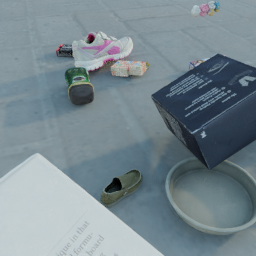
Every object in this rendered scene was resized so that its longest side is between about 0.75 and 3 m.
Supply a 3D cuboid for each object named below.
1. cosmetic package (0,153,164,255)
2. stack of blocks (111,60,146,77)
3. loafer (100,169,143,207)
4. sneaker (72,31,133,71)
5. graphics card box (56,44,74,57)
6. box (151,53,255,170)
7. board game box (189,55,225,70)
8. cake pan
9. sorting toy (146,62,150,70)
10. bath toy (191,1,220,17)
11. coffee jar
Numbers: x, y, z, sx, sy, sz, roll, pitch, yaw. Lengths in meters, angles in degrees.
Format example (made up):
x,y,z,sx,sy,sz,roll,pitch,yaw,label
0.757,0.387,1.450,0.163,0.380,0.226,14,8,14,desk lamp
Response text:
x,y,z,sx,sy,sz,roll,pitch,yaw,label
-0.910,2.154,3.080,2.544,2.129,2.116,36,48,10,cosmetic package
0.025,-2.224,10.499,1.159,0.340,0.668,9,38,24,stack of blocks
-0.108,1.253,6.148,0.448,0.415,1.192,29,47,31,loafer
-0.940,-3.170,10.838,1.164,1.262,2.861,9,33,45,sneaker
-2.424,-3.326,12.058,1.153,0.293,0.723,3,38,6,graphics card box
2.049,-0.508,6.705,2.123,1.268,2.159,-33,33,-2,box
3.437,-2.144,10.500,1.646,0.359,1.654,-14,40,-19,board game box
1.790,1.408,5.989,1.994,0.366,1.994,0,38,0,cake pan
0.543,-2.389,11.029,0.826,0.111,0.615,-23,41,-26,sorting toy
2.156,-3.322,7.911,0.882,0.384,0.326,-18,13,-16,bath toy
-1.616,-1.402,9.303,0.827,0.677,1.586,-8,38,-12,coffee jar
